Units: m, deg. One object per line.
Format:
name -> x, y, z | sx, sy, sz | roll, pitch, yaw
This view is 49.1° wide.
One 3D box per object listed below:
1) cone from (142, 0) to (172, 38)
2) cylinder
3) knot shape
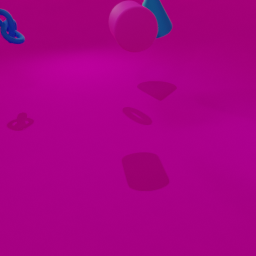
cone -> 0.933, -4.697, 10.935 | 1.673, 1.679, 1.673 | -2, 53, 3
cylinder -> 0.102, -2.508, 6.883 | 1.038, 1.038, 1.038 | -6, 32, -9
knot shape -> -3.825, -3.187, 9.085 | 0.556, 1.204, 1.126 | -30, 10, -7
